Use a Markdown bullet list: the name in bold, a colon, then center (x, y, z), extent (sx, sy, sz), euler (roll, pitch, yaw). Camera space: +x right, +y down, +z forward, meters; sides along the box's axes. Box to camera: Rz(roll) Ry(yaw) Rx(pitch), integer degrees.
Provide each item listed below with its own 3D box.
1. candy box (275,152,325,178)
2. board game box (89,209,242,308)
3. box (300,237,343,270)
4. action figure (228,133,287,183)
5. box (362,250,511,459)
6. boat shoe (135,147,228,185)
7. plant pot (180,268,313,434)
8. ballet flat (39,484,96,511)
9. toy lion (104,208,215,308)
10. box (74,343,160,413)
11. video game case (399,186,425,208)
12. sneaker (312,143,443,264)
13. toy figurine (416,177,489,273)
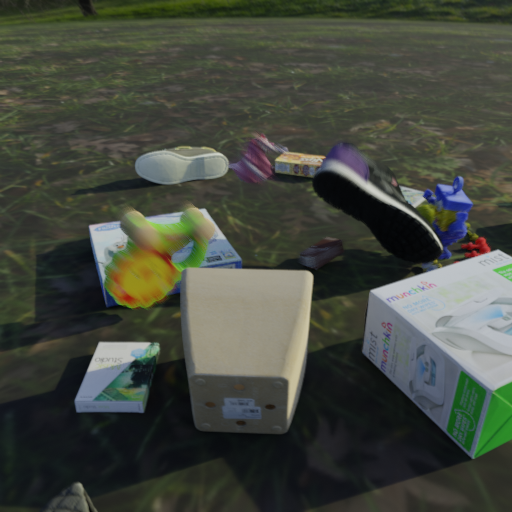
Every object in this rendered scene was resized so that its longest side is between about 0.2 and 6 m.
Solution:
- **candy box**: center (1.255, -2.393, 14.780), extent (1.358, 0.375, 0.784), euler (12, 31, 20)
- **board game box**: center (-1.765, -0.064, 10.454), extent (2.395, 0.519, 2.383), euler (-10, 31, -17)
- **box**: center (1.237, -0.057, 10.513), extent (0.771, 0.289, 0.386), euler (-29, 29, -32)
- **action figure**: center (0.022, -2.127, 11.747), extent (0.862, 1.286, 0.958), euler (-32, 65, -26)
- **box**: center (3.122, 1.163, 7.601), extent (2.506, 1.212, 2.211), euler (-15, 34, -22)
- **boat shoe**: center (-1.933, -2.346, 14.277), extent (2.375, 0.849, 0.710), euler (-5, 29, -21)
- **plant pot**: center (-0.150, 1.277, 7.071), extent (1.685, 1.687, 1.493), euler (1, 39, 2)
- **ballet flat**: center (-0.990, 2.794, 4.876), extent (2.692, 0.895, 0.765), euler (15, 55, 28)
- **toy lion**: center (-1.544, 0.085, 8.751), extent (1.626, 1.558, 0.558), euler (-8, 34, -35)
- **box**: center (-1.874, 1.646, 7.708), extent (0.894, 0.225, 1.238), euler (0, 30, 1)
- **video game case**: center (3.475, -1.388, 13.258), extent (0.889, 0.107, 0.976), euler (21, 35, 33)
- **sneaker**: center (2.413, -1.052, 10.181), extent (2.760, 1.045, 1.208), euler (38, 55, -8)
- **toy figurine**: center (3.840, -0.826, 10.732), extent (1.408, 1.599, 2.669), euler (2, 30, 3)
